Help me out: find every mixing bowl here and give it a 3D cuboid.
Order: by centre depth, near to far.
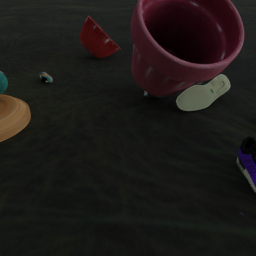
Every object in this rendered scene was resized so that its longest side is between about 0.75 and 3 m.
[{"bbox_3d":[-1.475,-4.067,13.110,1.134,2.094,2.094,-43,30,12],"label":"mixing bowl"}]

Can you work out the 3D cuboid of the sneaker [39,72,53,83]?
[{"bbox_3d":[-3.202,-1.908,10.616,0.327,0.292,0.818,-21,37,-39],"label":"sneaker"}]

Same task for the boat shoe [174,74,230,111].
[{"bbox_3d":[2.280,-1.024,8.866,2.169,0.779,0.733,-26,2,-27],"label":"boat shoe"}]

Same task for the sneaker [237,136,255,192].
[{"bbox_3d":[2.642,0.713,5.453,0.579,0.828,1.664,-7,28,-7],"label":"sneaker"}]

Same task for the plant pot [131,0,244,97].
[{"bbox_3d":[1.310,-2.278,8.071,2.907,2.602,2.907,5,68,-13],"label":"plant pot"}]

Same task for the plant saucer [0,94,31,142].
[{"bbox_3d":[-4.163,-0.313,7.697,2.799,0.452,2.799,0,29,0],"label":"plant saucer"}]

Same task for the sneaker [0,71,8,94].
[{"bbox_3d":[-4.389,-0.746,7.204,2.822,1.007,1.128,-25,45,-34],"label":"sneaker"}]

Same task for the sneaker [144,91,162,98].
[{"bbox_3d":[1.105,-1.653,9.654,0.720,0.833,1.922,15,34,22],"label":"sneaker"}]
